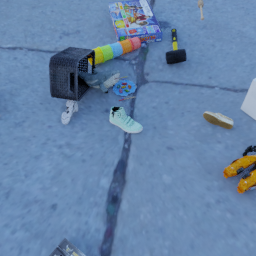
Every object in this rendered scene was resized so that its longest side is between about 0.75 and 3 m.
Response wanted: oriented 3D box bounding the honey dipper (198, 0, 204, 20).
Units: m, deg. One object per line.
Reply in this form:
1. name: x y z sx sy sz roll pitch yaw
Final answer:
1. honey dipper: 3.256 -5.196 12.356 0.262 0.262 1.381 3 53 2

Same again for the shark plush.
1. shark plush: -1.155 -1.910 10.122 1.818 0.757 0.826 21 35 22

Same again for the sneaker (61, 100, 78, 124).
1. sneaker: -1.928 -0.532 9.435 0.338 0.517 0.899 16 88 13

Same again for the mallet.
1. mallet: 1.837 -3.457 11.668 0.819 0.511 2.485 -12 43 8

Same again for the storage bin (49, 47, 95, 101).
1. storage bin: -1.825 -1.870 9.468 0.937 1.351 1.999 9 28 7

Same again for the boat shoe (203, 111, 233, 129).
1. boat shoe: 2.986 -0.310 9.248 1.021 0.376 0.353 27 54 8

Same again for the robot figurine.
1. robot figurine: 3.592 1.146 8.019 1.606 0.467 1.164 -25 56 -17

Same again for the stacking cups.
1. stacking cups: -0.541 -3.195 11.305 2.243 0.679 0.679 -27 57 -21

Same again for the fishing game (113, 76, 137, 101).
1. fishing game: -0.128 -1.501 10.268 0.875 0.190 1.222 -11 51 -4

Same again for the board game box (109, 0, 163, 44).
1. board game box: 0.278 -4.854 12.700 1.925 0.490 2.844 -8 52 -6

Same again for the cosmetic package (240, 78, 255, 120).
1. cosmetic package: 4.648 -1.151 9.244 1.359 1.364 0.838 -30 55 -22

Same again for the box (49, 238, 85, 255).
1. box: -1.323 3.347 6.384 1.303 0.315 1.032 31 58 22

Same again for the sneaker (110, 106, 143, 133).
1. sneaker: -0.073 -0.282 8.989 1.188 0.701 0.437 22 54 15
